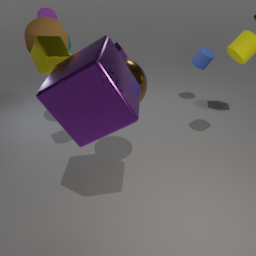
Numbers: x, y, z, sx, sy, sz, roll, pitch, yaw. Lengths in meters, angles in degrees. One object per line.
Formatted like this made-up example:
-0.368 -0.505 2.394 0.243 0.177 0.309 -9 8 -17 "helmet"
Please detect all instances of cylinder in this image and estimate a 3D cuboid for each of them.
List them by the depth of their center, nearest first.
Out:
3.399 -2.361 8.215 0.700 0.700 0.700 -45 35 8 "cylinder"
-3.039 -4.126 10.477 0.700 0.700 0.700 -11 25 -17 "cylinder"
3.252 -3.008 12.112 0.700 0.700 0.700 17 47 -19 "cylinder"

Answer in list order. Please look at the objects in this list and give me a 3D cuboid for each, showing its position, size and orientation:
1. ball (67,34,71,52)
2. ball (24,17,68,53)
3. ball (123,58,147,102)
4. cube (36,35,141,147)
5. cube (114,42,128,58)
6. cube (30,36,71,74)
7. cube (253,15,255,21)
-3.142 -3.594 11.966 1.400 1.400 1.400 0 31 0 "ball"
-2.665 -2.889 9.166 1.400 1.400 1.400 0 31 0 "ball"
-0.190 -1.142 7.413 1.400 1.400 1.400 0 31 0 "ball"
-0.692 -0.744 5.666 1.400 1.400 1.400 -24 30 20 "cube"
-0.565 -3.829 14.448 0.700 0.700 0.700 -36 59 5 "cube"
-2.073 -1.945 7.461 0.700 0.700 0.700 -16 70 -42 "cube"
4.739 -3.577 9.372 0.700 0.700 0.700 -29 25 29 "cube"
